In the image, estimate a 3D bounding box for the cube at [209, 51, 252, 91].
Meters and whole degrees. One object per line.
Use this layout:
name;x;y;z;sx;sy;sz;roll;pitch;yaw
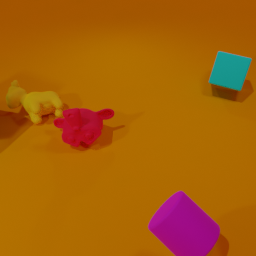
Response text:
cube;3.011;-1.709;8.333;0.931;0.931;0.931;18;18;14

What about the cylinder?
cylinder;0.863;1.545;4.378;0.799;0.799;0.799;43;53;5

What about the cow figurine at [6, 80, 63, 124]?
cow figurine;-2.610;-0.789;7.801;1.403;0.770;1.381;-18;57;-27

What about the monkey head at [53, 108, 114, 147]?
monkey head;-1.176;-0.181;6.870;1.632;1.174;0.984;-11;39;8
